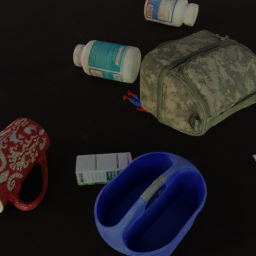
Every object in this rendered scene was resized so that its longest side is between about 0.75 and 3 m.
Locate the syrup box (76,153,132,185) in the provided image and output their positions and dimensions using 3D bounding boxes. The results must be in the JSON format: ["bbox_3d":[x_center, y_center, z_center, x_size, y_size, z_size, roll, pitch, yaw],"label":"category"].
[{"bbox_3d":[-0.649,1.141,7.844,1.525,0.600,0.621,-2,44,-3],"label":"syrup box"}]

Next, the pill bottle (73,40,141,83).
[{"bbox_3d":[-0.857,-2.706,11.220,2.533,1.403,1.403,14,46,14],"label":"pill bottle"}]

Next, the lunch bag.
[{"bbox_3d":[1.883,-1.037,6.774,2.600,1.812,2.181,-26,50,-26],"label":"lunch bag"}]

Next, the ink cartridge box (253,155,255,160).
[{"bbox_3d":[4.122,0.984,8.237,0.842,0.283,0.493,-9,45,-9],"label":"ink cartridge box"}]

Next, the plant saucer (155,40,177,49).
[{"bbox_3d":[2.519,-2.955,12.161,2.920,0.468,2.920,0,45,0],"label":"plant saucer"}]

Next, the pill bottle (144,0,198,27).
[{"bbox_3d":[2.289,-6.184,14.770,2.580,1.448,1.448,20,48,18],"label":"pill bottle"}]

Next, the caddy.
[{"bbox_3d":[0.542,1.768,6.573,2.016,1.497,2.851,32,52,27],"label":"caddy"}]

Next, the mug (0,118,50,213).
[{"bbox_3d":[-3.144,1.067,7.635,1.536,2.043,2.302,-19,28,35],"label":"mug"}]

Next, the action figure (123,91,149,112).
[{"bbox_3d":[0.483,-0.858,10.108,1.345,0.348,0.440,31,57,22],"label":"action figure"}]
